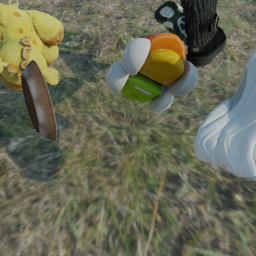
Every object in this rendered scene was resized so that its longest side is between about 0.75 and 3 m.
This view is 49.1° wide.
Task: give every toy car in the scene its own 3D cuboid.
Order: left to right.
[{"bbox_3d":[0.494,-1.260,5.857,1.532,1.751,1.313,23,58,-20],"label":"toy car"}]

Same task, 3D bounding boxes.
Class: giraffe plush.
[{"bbox_3d":[-2.376,-1.690,6.364,2.020,2.341,1.898,-11,65,-11],"label":"giraffe plush"}]

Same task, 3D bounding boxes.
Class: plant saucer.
[{"bbox_3d":[-1.509,-0.416,4.627,0.250,1.369,1.369,-16,45,-23],"label":"plant saucer"}]

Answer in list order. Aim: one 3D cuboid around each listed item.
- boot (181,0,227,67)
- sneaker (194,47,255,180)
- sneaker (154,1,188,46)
[{"bbox_3d":[1.724,-2.347,6.160,0.720,1.431,1.915,4,34,26],"label":"boot"},{"bbox_3d":[2.264,-0.357,4.169,1.346,1.055,2.709,36,94,39],"label":"sneaker"},{"bbox_3d":[1.759,-2.934,8.352,0.904,1.042,2.352,-43,51,15],"label":"sneaker"}]
